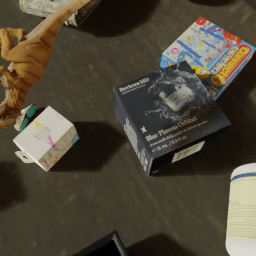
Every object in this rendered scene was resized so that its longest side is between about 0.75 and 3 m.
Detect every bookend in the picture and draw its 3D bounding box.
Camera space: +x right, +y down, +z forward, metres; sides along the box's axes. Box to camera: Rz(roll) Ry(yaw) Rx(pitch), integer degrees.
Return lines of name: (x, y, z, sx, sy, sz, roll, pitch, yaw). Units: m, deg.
bookend: (-0.525, 3.059, 5.088, 1.649, 0.760, 1.639, -26, 38, -12)

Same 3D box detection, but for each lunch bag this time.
lunch bag: (-2.002, -4.369, 8.739, 1.986, 1.424, 2.422, 19, 67, 12)

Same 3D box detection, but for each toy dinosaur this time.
toy dinosaur: (-1.496, -1.233, 4.370, 1.416, 0.806, 2.667, 28, 84, 9)

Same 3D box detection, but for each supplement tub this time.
supplement tub: (2.796, 1.921, 5.589, 1.532, 1.532, 2.113, 12, 65, 6)

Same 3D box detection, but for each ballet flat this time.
ballet flat: (-2.739, -0.314, 7.400, 0.282, 0.286, 0.839, 15, 63, 17)

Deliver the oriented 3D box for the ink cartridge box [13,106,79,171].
ink cartridge box: (-1.985, 0.337, 6.749, 0.835, 0.857, 1.334, 35, 70, 15)

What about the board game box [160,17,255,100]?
board game box: (2.288, -2.048, 8.084, 1.913, 0.546, 1.954, 37, 69, 17)

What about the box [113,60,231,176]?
box: (0.957, -0.268, 6.854, 2.032, 1.213, 2.067, -23, 65, -11)
